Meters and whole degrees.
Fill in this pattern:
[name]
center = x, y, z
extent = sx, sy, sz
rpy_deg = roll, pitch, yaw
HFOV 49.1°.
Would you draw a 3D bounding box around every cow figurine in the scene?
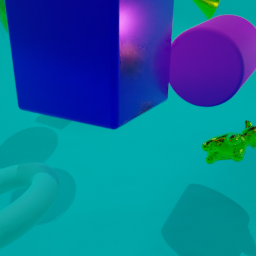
[cow figurine]
center = 1.724, 0.239, 4.568
extent = 0.938, 0.515, 0.923
rpy_deg = -14, 7, 33

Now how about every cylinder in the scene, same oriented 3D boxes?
[cylinder]
center = 1.452, -1.150, 4.700
extent = 1.255, 1.255, 1.255
rpy_deg = 22, 38, 26

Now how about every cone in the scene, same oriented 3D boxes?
[cone]
center = 2.364, -4.119, 9.007
extent = 0.975, 0.971, 0.971
rpy_deg = 20, 38, -3

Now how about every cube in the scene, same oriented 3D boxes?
[cube]
center = -0.338, -0.845, 3.013
extent = 1.257, 1.257, 1.257
rpy_deg = 12, 23, 27

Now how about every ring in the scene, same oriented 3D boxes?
[ring]
center = -1.261, 0.721, 2.594
extent = 1.307, 0.261, 1.307
rpy_deg = -16, 19, 5

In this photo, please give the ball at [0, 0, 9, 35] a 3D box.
[ball]
center = -1.700, -2.134, 5.180
extent = 1.298, 1.298, 1.298
rpy_deg = 0, 37, 0
